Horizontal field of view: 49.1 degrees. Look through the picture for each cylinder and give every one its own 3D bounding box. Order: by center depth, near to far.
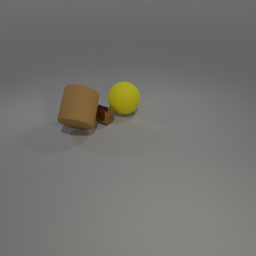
[{"bbox_3d":[-1.904,-0.791,10.882,1.400,1.400,1.400,6,76,10],"label":"cylinder"},{"bbox_3d":[-1.033,-0.570,11.758,0.700,0.700,0.700,19,36,29],"label":"cylinder"}]

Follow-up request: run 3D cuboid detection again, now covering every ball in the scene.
[{"bbox_3d":[-0.179,-1.306,12.236,1.400,1.400,1.400,0,31,0],"label":"ball"}]
